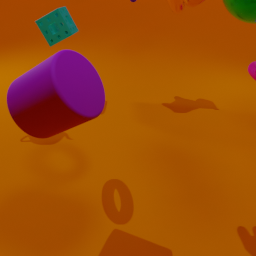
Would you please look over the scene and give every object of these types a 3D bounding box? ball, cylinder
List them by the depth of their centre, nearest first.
[{"bbox_3d":[-0.930,-0.416,3.692,0.917,0.917,0.917,-20,20,31],"label":"cylinder"},{"bbox_3d":[2.267,-2.474,4.750,1.326,1.326,1.326,0,32,0],"label":"ball"}]

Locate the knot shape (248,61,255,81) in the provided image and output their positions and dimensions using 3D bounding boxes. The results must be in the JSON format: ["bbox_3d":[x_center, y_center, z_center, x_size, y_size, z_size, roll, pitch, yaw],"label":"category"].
[{"bbox_3d":[3.300,-1.014,5.591,1.426,0.704,1.524,-22,52,19],"label":"knot shape"}]

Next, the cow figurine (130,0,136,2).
[{"bbox_3d":[0.426,-4.480,7.847,0.825,1.479,1.503,35,54,20],"label":"cow figurine"}]

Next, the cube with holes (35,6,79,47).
[{"bbox_3d":[-2.044,-2.961,8.163,0.774,0.774,0.774,-22,23,15],"label":"cube with holes"}]

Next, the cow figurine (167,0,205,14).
[{"bbox_3d":[0.602,-1.863,3.352,1.105,0.606,1.087,54,9,15],"label":"cow figurine"}]
